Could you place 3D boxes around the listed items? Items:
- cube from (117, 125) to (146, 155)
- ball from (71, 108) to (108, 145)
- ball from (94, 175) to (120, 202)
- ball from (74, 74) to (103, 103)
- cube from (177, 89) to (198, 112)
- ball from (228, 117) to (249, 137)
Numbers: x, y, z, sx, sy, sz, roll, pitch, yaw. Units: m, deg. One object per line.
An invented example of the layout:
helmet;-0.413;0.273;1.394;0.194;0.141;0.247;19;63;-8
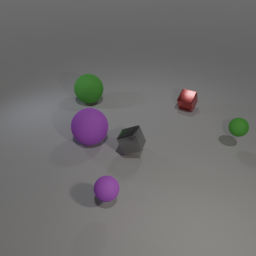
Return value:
cube;0.130;0.424;9.858;0.700;0.700;0.700;-14;24;25
ball;-1.441;-0.056;10.556;1.400;1.400;1.400;0;32;0
ball;-0.580;1.642;7.590;0.700;0.700;0.700;0;32;0
ball;-1.884;-1.890;13.467;1.400;1.400;1.400;0;32;0
cube;2.762;-1.275;12.976;0.700;0.700;0.700;18;67;27
ball;4.003;-0.030;10.130;0.700;0.700;0.700;0;32;0
